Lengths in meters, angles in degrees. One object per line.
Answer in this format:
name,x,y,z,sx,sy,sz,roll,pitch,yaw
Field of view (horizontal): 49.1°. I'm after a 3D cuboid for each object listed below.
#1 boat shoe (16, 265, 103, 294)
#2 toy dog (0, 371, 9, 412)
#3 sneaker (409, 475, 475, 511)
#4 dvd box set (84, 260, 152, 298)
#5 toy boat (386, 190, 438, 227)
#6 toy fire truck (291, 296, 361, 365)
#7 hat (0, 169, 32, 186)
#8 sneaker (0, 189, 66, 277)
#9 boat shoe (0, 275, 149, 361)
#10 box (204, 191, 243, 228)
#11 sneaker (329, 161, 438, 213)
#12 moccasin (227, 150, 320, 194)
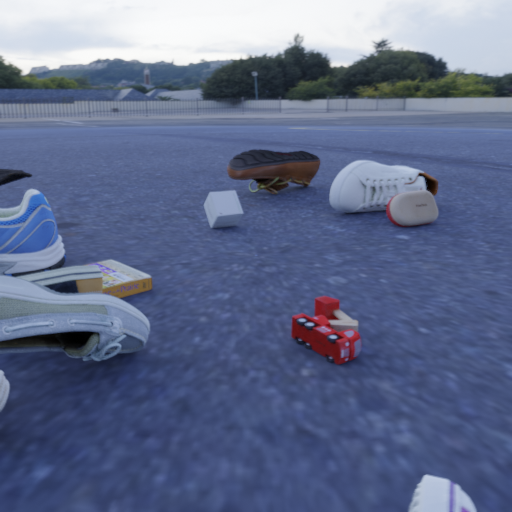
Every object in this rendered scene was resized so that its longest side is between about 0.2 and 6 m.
boat shoe,-2.694,0.605,6.337,2.176,0.677,0.812,-11,-2,15
toy dog,-2.493,1.144,4.378,0.632,0.865,1.312,25,-9,-34
sneaker,1.132,1.835,2.216,1.188,0.755,2.085,9,25,10
dvd box set,-2.409,0.414,7.773,1.565,0.230,1.145,-15,22,-42
toy boat,3.239,-0.946,11.924,1.138,0.742,0.744,-9,-13,-26
toy fire truck,0.854,0.811,6.308,0.819,0.283,1.161,-10,19,-32
hat,-5.424,-0.676,9.813,3.107,1.253,3.107,-8,16,2
sneaker,-4.557,-0.236,8.172,3.279,1.263,1.241,-10,21,-28
boat shoe,-1.847,0.723,5.278,0.766,0.667,2.079,-26,-29,25
box,-0.681,-0.961,11.555,0.598,0.595,0.513,-8,-24,-24
sneaker,3.112,-1.617,13.084,3.192,1.162,1.351,-16,26,-38
moccasin,0.472,-2.268,15.558,1.204,1.271,3.292,27,24,30
